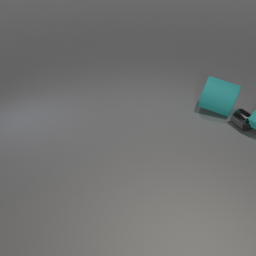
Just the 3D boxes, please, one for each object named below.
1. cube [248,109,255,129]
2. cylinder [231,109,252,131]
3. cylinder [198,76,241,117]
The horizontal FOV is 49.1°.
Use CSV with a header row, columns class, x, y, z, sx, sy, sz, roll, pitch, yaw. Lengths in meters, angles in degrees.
class,x,y,z,sx,sy,sz,roll,pitch,yaw
cube,5.076,-0.300,10.511,0.700,0.700,0.700,-52,48,-3
cylinder,4.673,-0.328,11.322,0.700,0.700,0.700,-10,33,-17
cylinder,3.976,-1.383,12.253,1.400,1.400,1.400,22,36,15
